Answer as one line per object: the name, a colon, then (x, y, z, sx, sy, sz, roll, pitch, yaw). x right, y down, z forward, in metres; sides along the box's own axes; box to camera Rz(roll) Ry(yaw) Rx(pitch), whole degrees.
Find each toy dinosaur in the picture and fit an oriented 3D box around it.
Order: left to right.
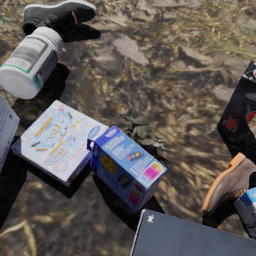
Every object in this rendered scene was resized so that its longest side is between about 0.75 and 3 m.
toy dinosaur: (0.363, 0.054, 8.263, 0.943, 0.710, 1.844, -2, 47, -24)

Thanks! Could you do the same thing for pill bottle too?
pill bottle: (-3.032, -2.146, 9.025, 1.289, 1.289, 2.279, 14, 55, 9)

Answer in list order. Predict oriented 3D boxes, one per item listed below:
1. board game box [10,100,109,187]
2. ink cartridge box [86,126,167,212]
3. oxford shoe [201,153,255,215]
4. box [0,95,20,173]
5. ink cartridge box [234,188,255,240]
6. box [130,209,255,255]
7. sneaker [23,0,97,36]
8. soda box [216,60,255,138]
board game box: (-1.913, 0.358, 8.085, 2.002, 0.413, 2.007, 27, 61, 19)
ink cartridge box: (-0.187, 0.934, 7.061, 2.060, 1.406, 0.787, 41, 55, 20)
oxford shoe: (2.612, 1.494, 7.093, 0.747, 0.730, 2.048, 37, 65, 25)
box: (-4.476, 0.263, 7.175, 2.370, 1.549, 2.357, 11, 69, 2)
ink cartridge box: (3.202, 2.176, 6.584, 0.571, 0.989, 1.355, -15, 58, -9)
box: (1.131, 2.749, 5.541, 2.141, 2.105, 1.327, 13, 58, 9)
sneaker: (-2.636, -3.983, 10.643, 2.923, 1.033, 1.449, -1, 59, 6)
soda box: (3.216, -0.697, 7.697, 0.798, 2.256, 0.715, 31, 62, 19)
